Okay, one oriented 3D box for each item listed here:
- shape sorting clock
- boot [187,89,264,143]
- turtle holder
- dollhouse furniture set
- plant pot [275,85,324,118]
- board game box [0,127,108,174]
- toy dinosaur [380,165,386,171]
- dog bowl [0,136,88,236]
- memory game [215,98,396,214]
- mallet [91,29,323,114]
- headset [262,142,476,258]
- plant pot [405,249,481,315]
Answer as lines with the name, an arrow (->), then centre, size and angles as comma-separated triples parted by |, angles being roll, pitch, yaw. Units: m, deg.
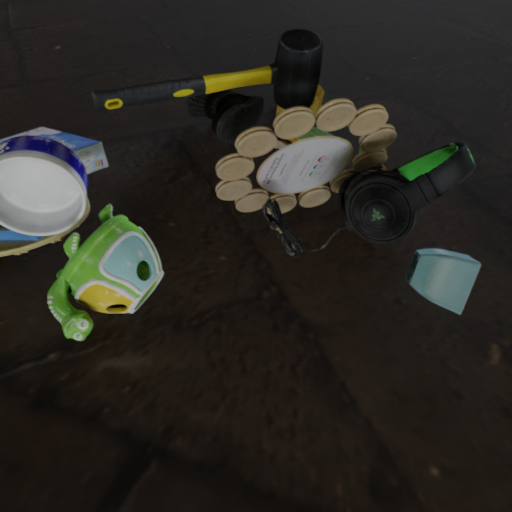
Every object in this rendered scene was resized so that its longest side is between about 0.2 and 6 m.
shape sorting clock -> -3.900, -0.573, 9.118 | 2.365, 0.464, 2.365 | -8, 30, 4
boot -> -0.878, -3.145, 12.159 | 1.536, 0.773, 2.055 | 20, 31, 13
turtle holder -> -1.979, 0.231, 7.463 | 1.170, 1.252, 1.648 | 38, 28, -2
dollhouse furniture set -> 1.421, -2.294, 10.999 | 1.168, 0.902, 2.338 | -26, 45, -30
plant pot -> 1.034, -3.531, 12.701 | 0.885, 0.865, 0.859 | 19, 41, 10
board game box -> -4.356, -1.610, 10.045 | 2.442, 0.532, 2.454 | -30, 35, -35
toy dinosaur -> 2.308, -1.219, 10.090 | 1.656, 0.500, 0.879 | 6, 60, 19
dog bowl -> -2.840, -0.885, 7.215 | 1.283, 1.283, 0.505 | -5, 45, -6
memory game -> 0.644, -1.237, 7.501 | 2.530, 2.530, 0.161 | -10, 68, -13
mallet -> -0.647, -2.455, 8.474 | 3.468, 1.142, 0.714 | -17, 54, -6
headset -> 1.406, -0.793, 7.017 | 2.549, 1.198, 1.574 | -31, 9, 7
plant pot -> 2.415, 0.261, 7.439 | 0.731, 0.718, 0.716 | 18, 11, 3
